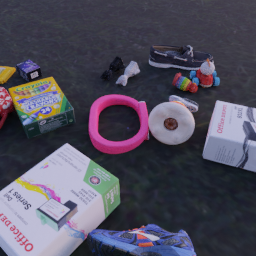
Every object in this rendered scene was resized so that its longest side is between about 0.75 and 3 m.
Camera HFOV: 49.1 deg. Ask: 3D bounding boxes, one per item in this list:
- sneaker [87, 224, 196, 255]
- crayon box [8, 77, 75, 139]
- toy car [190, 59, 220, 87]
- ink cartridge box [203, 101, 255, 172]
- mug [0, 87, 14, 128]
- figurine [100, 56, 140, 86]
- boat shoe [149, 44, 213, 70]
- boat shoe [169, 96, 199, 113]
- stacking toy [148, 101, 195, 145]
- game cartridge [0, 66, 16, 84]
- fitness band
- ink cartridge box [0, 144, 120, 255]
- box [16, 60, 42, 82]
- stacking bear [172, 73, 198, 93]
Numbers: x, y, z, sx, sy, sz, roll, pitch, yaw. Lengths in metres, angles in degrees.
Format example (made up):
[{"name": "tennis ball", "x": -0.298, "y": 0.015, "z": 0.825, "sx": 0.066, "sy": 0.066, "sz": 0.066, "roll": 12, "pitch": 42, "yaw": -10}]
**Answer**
[{"name": "sneaker", "x": 0.301, "y": 2.642, "z": 6.291, "sx": 2.472, "sy": 0.931, "sz": 0.970, "roll": 10, "pitch": 33, "yaw": 1}, {"name": "crayon box", "x": -3.207, "y": -0.937, "z": 10.133, "sx": 1.687, "sy": 0.692, "sz": 2.683, "roll": -21, "pitch": 46, "yaw": -21}, {"name": "toy car", "x": 3.161, "y": -2.340, "z": 11.314, "sx": 1.048, "sy": 1.137, "sz": 1.006, "roll": 0, "pitch": 43, "yaw": -1}, {"name": "ink cartridge box", "x": 3.742, "y": 0.298, "z": 8.527, "sx": 2.513, "sy": 1.052, "sz": 1.823, "roll": 14, "pitch": 45, "yaw": 14}, {"name": "mug", "x": -4.882, "y": -0.489, "z": 9.594, "sx": 1.762, "sy": 1.564, "sz": 1.175, "roll": -32, "pitch": 15, "yaw": -35}, {"name": "figurine", "x": -0.336, "y": -2.321, "z": 11.789, "sx": 1.288, "sy": 0.554, "sz": 1.256, "roll": 23, "pitch": 58, "yaw": 24}, {"name": "boat shoe", "x": 2.384, "y": -3.243, "z": 12.463, "sx": 2.889, "sy": 0.872, "sz": 1.067, "roll": 5, "pitch": 44, "yaw": 6}, {"name": "boat shoe", "x": 2.077, "y": -0.916, "z": 10.394, "sx": 1.125, "sy": 0.405, "sz": 0.399, "roll": 28, "pitch": 40, "yaw": 13}, {"name": "stacking toy", "x": 1.580, "y": -0.472, "z": 9.407, "sx": 1.444, "sy": 1.444, "sz": 1.976, "roll": 13, "pitch": 29, "yaw": 13}, {"name": "game cartridge", "x": -5.640, "y": -2.305, "z": 11.963, "sx": 1.266, "sy": 0.205, "sz": 1.116, "roll": 5, "pitch": 43, "yaw": 7}, {"name": "fitness band", "x": -0.315, "y": -0.239, "z": 9.522, "sx": 2.003, "sy": 0.522, "sz": 2.789, "roll": -2, "pitch": 42, "yaw": -2}, {"name": "ink cartridge box", "x": -1.792, "y": 1.895, "z": 6.758, "sx": 1.950, "sy": 1.131, "sz": 2.693, "roll": 30, "pitch": 50, "yaw": 28}, {"name": "box", "x": -4.212, "y": -2.435, "z": 11.896, "sx": 0.922, "sy": 0.481, "sz": 0.682, "roll": 34, "pitch": 53, "yaw": 30}, {"name": "stacking bear", "x": 2.305, "y": -1.728, "z": 11.119, "sx": 0.966, "sy": 0.549, "sz": 0.586, "roll": 30, "pitch": 23, "yaw": 15}]
